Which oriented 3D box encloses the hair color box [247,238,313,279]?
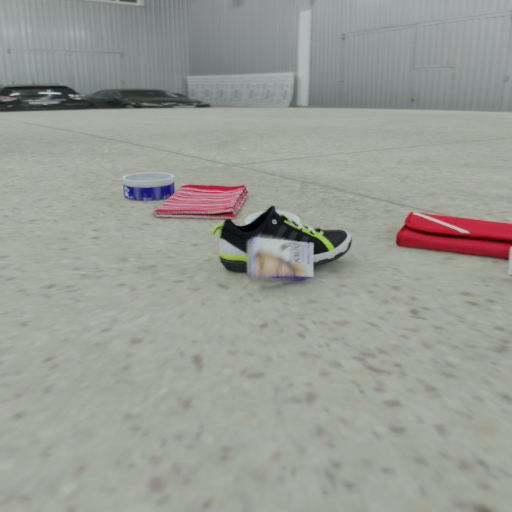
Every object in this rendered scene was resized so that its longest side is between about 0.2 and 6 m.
[{"bbox_3d":[0.370,0.051,8.553,1.012,0.553,0.328,3,-9,-23],"label":"hair color box"}]

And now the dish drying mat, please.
[{"bbox_3d":[4.906,-0.306,10.216,4.392,0.400,1.687,8,19,22],"label":"dish drying mat"}]

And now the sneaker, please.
[{"bbox_3d":[0.464,-0.344,9.207,2.341,0.969,0.839,-8,16,-11],"label":"sneaker"}]

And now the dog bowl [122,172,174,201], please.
[{"bbox_3d":[-2.781,-1.804,14.518,1.316,0.518,1.316,0,19,0],"label":"dog bowl"}]

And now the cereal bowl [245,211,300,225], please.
[{"bbox_3d":[0.309,-0.477,10.596,1.051,0.438,1.051,-1,25,0],"label":"cereal bowl"}]

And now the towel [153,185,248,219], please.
[{"bbox_3d":[-1.256,-1.341,13.516,1.875,0.291,2.592,1,19,6],"label":"towel"}]

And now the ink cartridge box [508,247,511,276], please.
[{"bbox_3d":[4.685,0.134,8.775,0.835,0.482,1.143,-16,24,-39],"label":"ink cartridge box"}]
